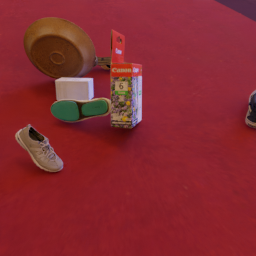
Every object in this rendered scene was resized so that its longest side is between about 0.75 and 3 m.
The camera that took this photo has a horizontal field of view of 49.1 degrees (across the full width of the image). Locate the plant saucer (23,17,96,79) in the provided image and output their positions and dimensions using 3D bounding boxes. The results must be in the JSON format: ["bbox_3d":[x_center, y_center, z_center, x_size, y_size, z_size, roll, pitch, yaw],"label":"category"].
[{"bbox_3d":[-2.118,-2.226,8.555,2.225,2.225,0.394,2,49,3],"label":"plant saucer"}]

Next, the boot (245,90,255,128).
[{"bbox_3d":[3.642,-0.785,7.602,0.625,0.776,1.718,16,44,18],"label":"boot"}]

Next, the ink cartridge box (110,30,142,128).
[{"bbox_3d":[-0.008,-1.188,6.884,0.557,2.213,1.206,3,12,13],"label":"ink cartridge box"}]

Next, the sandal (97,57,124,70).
[{"bbox_3d":[-0.806,-2.280,10.002,1.391,0.376,0.559,4,38,3],"label":"sandal"}]

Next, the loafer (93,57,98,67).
[{"bbox_3d":[-1.647,-2.333,9.064,1.451,0.546,0.506,2,-6,-19],"label":"loafer"}]

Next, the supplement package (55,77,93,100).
[{"bbox_3d":[-1.546,-1.140,8.189,0.971,0.589,0.582,3,19,6],"label":"supplement package"}]

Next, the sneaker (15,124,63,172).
[{"bbox_3d":[-1.856,0.452,6.009,1.233,0.506,0.461,44,36,-10],"label":"sneaker"}]

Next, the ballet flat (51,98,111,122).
[{"bbox_3d":[-1.155,-0.489,7.325,1.796,0.624,0.624,-3,34,24],"label":"ballet flat"}]
